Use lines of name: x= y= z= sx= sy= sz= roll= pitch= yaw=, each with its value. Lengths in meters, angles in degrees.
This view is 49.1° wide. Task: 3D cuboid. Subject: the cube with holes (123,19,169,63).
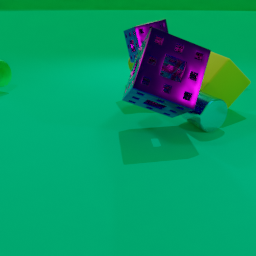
cube with holes: x=0.607 y=-2.682 z=8.736 sx=1.027 sy=1.027 sz=1.027 roll=-19 pitch=17 yaw=-16

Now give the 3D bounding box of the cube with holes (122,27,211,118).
cube with holes: x=0.807 y=-1.167 z=6.420 sx=1.367 sy=1.367 sz=1.367 roll=19 pitch=-8 yaw=-8

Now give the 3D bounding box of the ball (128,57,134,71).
ball: x=0.480 y=-2.449 z=10.604 sx=0.954 sy=0.954 sz=0.954 roll=0 pitch=25 yaw=0

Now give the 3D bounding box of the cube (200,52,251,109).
cube: x=2.493 y=-1.331 z=7.960 sx=1.108 sy=1.108 sz=1.108 roll=33 pitch=12 yaw=-29

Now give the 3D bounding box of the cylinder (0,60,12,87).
cylinder: x=-4.611 y=-1.840 z=9.506 sx=0.898 sy=0.898 sz=0.898 roll=2 pitch=23 yaw=25

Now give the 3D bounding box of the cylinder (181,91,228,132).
cylinder: x=1.877 y=-0.439 z=7.008 sx=0.843 sy=0.843 sz=0.843 roll=-12 pitch=27 yaw=-24
